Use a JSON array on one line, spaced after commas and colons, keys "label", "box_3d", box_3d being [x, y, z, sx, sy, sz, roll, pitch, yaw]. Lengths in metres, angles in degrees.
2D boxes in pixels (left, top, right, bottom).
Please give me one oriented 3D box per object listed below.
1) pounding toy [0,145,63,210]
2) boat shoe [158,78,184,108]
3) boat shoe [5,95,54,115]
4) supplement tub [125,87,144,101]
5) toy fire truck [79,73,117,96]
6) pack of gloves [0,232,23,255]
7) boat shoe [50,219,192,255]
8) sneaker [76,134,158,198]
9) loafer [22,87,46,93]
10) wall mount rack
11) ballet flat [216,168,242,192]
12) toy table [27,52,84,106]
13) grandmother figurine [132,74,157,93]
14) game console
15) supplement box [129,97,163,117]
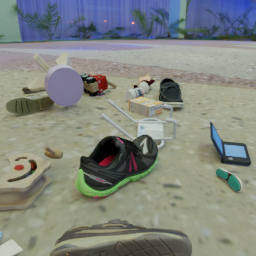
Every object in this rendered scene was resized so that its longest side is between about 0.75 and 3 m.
[{"label": "pounding toy", "box_3d": [-2.319, 0.843, 6.227, 1.085, 1.089, 1.898, 9, 23, 10]}, {"label": "boat shoe", "box_3d": [1.872, -1.587, 12.557, 1.073, 0.896, 2.877, 2, 23, 0]}, {"label": "boat shoe", "box_3d": [-4.017, -0.955, 11.333, 1.947, 0.728, 0.666, -10, 17, -41]}, {"label": "supplement tub", "box_3d": [0.313, -1.557, 12.898, 0.799, 0.560, 0.560, -19, 29, -39]}, {"label": "toy fire truck", "box_3d": [-1.370, -2.276, 14.265, 1.844, 1.187, 1.623, -22, 28, -22]}, {"label": "pack of gloves", "box_3d": [-2.470, 2.106, 4.404, 1.267, 0.250, 1.065, -16, 16, -43]}, {"label": "boat shoe", "box_3d": [-0.098, 1.762, 4.378, 2.143, 0.798, 0.785, 0, 22, -4]}, {"label": "sneaker", "box_3d": [-0.106, 0.661, 6.650, 1.016, 1.109, 2.648, 15, 27, 33]}, {"label": "loafer", "box_3d": [-4.738, -2.140, 14.389, 1.485, 0.527, 0.542, -19, 29, -39]}, {"label": "wall mount rack", "box_3d": [0.370, -0.232, 9.081, 2.247, 0.964, 2.586, 1, 21, 3]}, {"label": "ballet flat", "box_3d": [2.416, 1.186, 6.529, 0.304, 0.304, 0.875, -8, 23, -19]}, {"label": "toy table", "box_3d": [-2.900, -1.972, 11.395, 2.137, 2.324, 1.361, -40, 66, -18]}, {"label": "grandmother figurine", "box_3d": [0.881, -2.329, 14.810, 1.323, 0.661, 2.181, -26, 19, 18]}, {"label": "game console", "box_3d": [2.822, 0.393, 7.809, 1.090, 0.756, 1.277, 5, 23, 14]}, {"label": "supplement box", "box_3d": [0.703, -0.881, 11.360, 0.772, 0.450, 1.225, -20, 30, -38]}]
